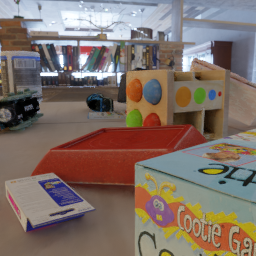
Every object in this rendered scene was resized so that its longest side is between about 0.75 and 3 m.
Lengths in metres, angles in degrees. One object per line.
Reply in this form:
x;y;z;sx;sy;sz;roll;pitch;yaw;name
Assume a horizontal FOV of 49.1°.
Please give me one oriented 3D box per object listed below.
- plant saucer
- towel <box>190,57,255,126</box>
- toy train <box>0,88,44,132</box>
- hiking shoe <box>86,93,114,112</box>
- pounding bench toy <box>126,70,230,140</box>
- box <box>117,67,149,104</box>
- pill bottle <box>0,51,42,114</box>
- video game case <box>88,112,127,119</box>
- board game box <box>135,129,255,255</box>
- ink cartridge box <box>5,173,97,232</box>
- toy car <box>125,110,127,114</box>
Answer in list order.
0.016;0.329;4.767;2.419;0.444;2.414;-3;9;21;plant saucer
2.815;-1.009;8.163;2.245;0.379;2.350;28;-10;17;towel
-3.570;-0.491;8.480;1.519;1.136;2.665;-12;12;1;toy train
-1.518;-1.205;12.857;0.933;0.800;2.151;-6;12;-33;hiking shoe
0.823;-0.623;7.231;2.096;1.669;2.687;-6;12;-29;pounding bench toy
0.973;-1.584;11.904;2.302;1.352;2.264;8;1;-17;box
-3.854;-1.532;10.214;1.361;2.393;1.361;0;11;0;pill bottle
-0.756;-0.491;10.808;1.543;0.137;1.104;-1;10;-6;video game case
1.139;0.642;1.920;2.064;1.063;1.082;-9;14;-41;board game box
-0.939;0.837;3.194;0.640;0.251;1.352;-6;9;-33;ink cartridge box
0.855;-0.613;10.465;1.810;0.429;1.924;-3;10;4;toy car
